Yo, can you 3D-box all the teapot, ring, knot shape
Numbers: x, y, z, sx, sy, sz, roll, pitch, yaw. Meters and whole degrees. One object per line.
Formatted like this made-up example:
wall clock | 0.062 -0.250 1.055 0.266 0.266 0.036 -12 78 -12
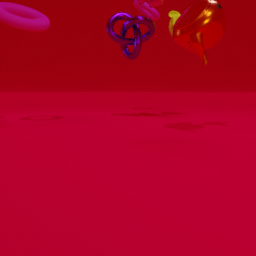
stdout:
teapot | 1.545 -2.033 5.904 1.143 0.900 1.838 -23 35 37
ring | -2.893 -3.030 7.625 1.503 0.301 1.503 17 30 -10
ring | 0.759 -4.785 11.374 1.221 0.244 1.221 32 10 -6
knot shape | 0.177 -3.007 8.826 1.421 1.519 0.702 -18 21 26

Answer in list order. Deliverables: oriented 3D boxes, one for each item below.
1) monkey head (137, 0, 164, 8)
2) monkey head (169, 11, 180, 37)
monkey head | 0.708 -4.221 8.226 1.585 1.140 0.955 14 -23 -9
monkey head | 1.933 -3.432 9.417 1.071 1.489 0.897 -30 1 12
